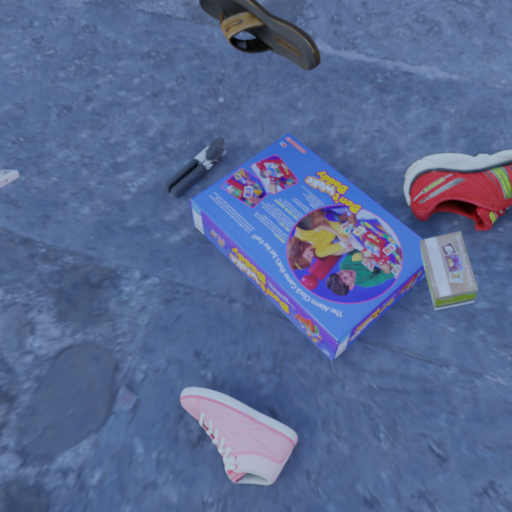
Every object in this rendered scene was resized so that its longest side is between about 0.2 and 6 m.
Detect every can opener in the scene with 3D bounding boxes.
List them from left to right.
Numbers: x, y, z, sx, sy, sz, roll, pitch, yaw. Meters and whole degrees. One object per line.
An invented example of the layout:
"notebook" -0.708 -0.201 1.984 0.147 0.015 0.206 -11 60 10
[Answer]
"can opener" -1.336 -2.015 12.349 0.457 0.573 1.714 36 65 20

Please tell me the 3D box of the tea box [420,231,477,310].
"tea box" 2.879 0.243 8.419 0.618 0.909 0.924 -13 69 13

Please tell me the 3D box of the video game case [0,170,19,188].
"video game case" -3.438 -0.831 6.624 0.905 0.107 0.824 4 31 17

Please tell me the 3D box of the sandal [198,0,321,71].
"sandal" -0.075 -4.451 11.251 3.021 1.234 0.824 37 88 13

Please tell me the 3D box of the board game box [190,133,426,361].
"board game box" 1.041 -0.363 11.137 2.760 0.919 4.104 -37 66 -20

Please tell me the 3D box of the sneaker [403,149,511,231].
"sneaker" 4.917 -1.277 11.702 3.603 1.387 1.530 -4 75 3

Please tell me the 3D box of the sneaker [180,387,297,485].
"sneaker" -0.463 2.999 9.175 2.102 0.791 1.099 23 56 9
